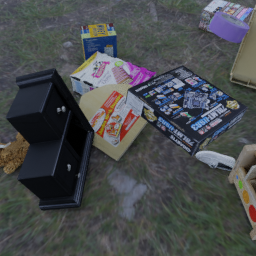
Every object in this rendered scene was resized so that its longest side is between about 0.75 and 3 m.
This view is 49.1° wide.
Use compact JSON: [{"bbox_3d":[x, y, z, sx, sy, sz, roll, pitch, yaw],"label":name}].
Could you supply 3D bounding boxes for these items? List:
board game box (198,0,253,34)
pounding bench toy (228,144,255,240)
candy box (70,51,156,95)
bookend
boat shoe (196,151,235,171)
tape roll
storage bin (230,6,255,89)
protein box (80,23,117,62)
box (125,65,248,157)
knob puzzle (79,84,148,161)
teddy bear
[{"bbox_3d":[4.718,-5.304,13.598,1.986,0.962,1.583,29,55,22],"label":"board game box"},{"bbox_3d":[3.884,1.356,6.752,1.649,2.654,2.070,-4,49,-4],"label":"pounding bench toy"},{"bbox_3d":[-0.540,-1.759,10.633,2.725,0.831,1.858,23,54,19],"label":"candy box"},{"bbox_3d":[-2.126,0.345,7.479,1.233,2.676,2.659,-9,47,16],"label":"bookend"},{"bbox_3d":[2.666,1.039,8.551,1.188,0.428,0.407,17,50,1],"label":"boat shoe"},{"bbox_3d":[3.348,-3.354,9.302,1.200,0.510,1.200,14,40,-12],"label":"tape roll"},{"bbox_3d":[5.594,-2.775,10.313,2.812,2.792,1.318,21,34,17],"label":"storage bin"},{"bbox_3d":[-1.199,-3.452,11.717,1.387,1.397,0.942,-9,50,-7],"label":"protein box"},{"bbox_3d":[1.245,-0.490,5.962,1.897,0.471,1.882,-29,58,-35],"label":"box"},{"bbox_3d":[-0.601,-0.422,9.422,2.749,0.381,2.749,-5,70,13],"label":"knob puzzle"},{"bbox_3d":[-3.509,0.776,8.693,1.929,0.644,1.398,-20,45,-7],"label":"teddy bear"}]
